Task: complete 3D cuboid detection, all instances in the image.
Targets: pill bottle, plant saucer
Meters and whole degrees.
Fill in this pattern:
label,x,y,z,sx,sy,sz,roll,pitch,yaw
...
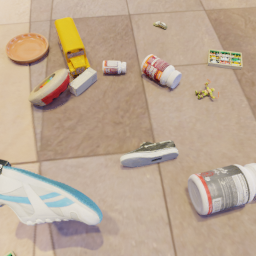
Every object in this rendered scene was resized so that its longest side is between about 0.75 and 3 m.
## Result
label,x,y,z,sx,sy,sz,roll,pitch,yaw
pill bottle,-0.619,-2.791,12.861,1.053,0.577,0.577,2,56,1
pill bottle,1.484,-2.504,12.466,1.681,0.921,0.921,37,63,22
plant saucer,-4.911,-3.875,13.716,2.052,0.384,2.052,0,55,-1
pill bottle,3.261,1.943,9.218,2.287,1.325,1.325,-12,57,-9

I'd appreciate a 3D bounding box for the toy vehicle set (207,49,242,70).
label,x,y,z,sx,sy,sz,roll,pitch,yaw
toy vehicle set,4.634,-3.293,13.424,1.579,0.209,0.981,8,56,5

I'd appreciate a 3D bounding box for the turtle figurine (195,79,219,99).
label,x,y,z,sx,sy,sz,roll,pitch,yaw
turtle figurine,3.398,-1.602,12.202,0.873,0.348,1.082,-17,65,-3

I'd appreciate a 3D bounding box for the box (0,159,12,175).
label,x,y,z,sx,sy,sz,roll,pitch,yaw
box,-5.498,2.143,9.510,2.070,0.599,2.604,12,57,8

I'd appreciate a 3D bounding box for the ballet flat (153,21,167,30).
label,x,y,z,sx,sy,sz,roll,pitch,yaw
ballet flat,1.718,-5.501,14.872,0.861,0.304,0.304,29,61,19

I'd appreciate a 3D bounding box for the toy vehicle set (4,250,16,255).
label,x,y,z,sx,sy,sz,roll,pitch,yaw
toy vehicle set,-3.865,4.560,8.114,1.684,0.223,1.047,-35,63,-21

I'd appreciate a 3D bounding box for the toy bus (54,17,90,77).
label,x,y,z,sx,sy,sz,roll,pitch,yaw
toy bus,-2.622,-3.826,13.195,0.974,1.172,2.993,-17,58,-11

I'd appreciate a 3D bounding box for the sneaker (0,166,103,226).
label,x,y,z,sx,sy,sz,roll,pitch,yaw
sneaker,-2.104,2.028,7.444,2.934,1.122,1.185,21,82,2

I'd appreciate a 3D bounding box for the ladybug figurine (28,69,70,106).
label,x,y,z,sx,sy,sz,roll,pitch,yaw
ladybug figurine,-3.201,-1.660,11.720,2.083,0.749,1.414,-38,29,2

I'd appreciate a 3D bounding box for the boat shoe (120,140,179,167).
label,x,y,z,sx,sy,sz,roll,pitch,yaw
boat shoe,0.740,0.906,10.304,2.196,0.776,0.699,-7,56,-14

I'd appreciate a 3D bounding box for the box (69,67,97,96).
label,x,y,z,sx,sy,sz,roll,pitch,yaw
box,-1.970,-2.043,12.379,0.457,0.549,1.337,35,61,18
